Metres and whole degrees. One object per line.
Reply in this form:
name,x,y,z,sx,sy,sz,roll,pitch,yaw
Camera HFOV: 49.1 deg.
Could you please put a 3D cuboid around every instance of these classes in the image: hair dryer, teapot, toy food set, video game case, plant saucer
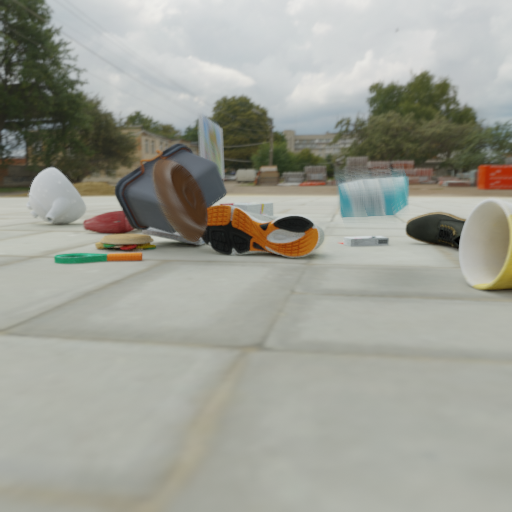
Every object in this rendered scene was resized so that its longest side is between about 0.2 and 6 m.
hair dryer,-3.486,-0.793,15.051,2.241,0.609,1.707,1,-11,-25
teapot,-6.382,-1.684,17.444,1.440,1.946,1.972,-41,-10,-18
toy food set,-2.642,-0.270,11.426,1.116,0.271,1.104,-6,10,-40
video game case,-1.722,-0.448,12.285,1.265,0.139,1.153,11,6,5
plant saucer,-1.218,-0.971,9.470,0.257,1.490,1.490,-22,0,19
video game case,-1.046,-2.528,13.222,0.148,1.225,1.346,-3,-1,15

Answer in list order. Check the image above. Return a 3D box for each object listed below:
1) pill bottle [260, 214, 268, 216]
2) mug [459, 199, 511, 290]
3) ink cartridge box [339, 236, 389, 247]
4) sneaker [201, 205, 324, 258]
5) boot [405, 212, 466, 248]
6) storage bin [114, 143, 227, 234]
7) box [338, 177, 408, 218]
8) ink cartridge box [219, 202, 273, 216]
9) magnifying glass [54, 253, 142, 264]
pill bottle,-0.067,-0.673,11.412,0.650,0.388,0.388,8,11,31
mug,3.464,0.048,7.194,1.193,1.453,1.163,7,-26,-11
ink cartridge box,2.322,-0.338,12.247,0.889,0.194,0.772,-2,9,-15
sneaker,0.122,-0.402,10.718,2.497,0.945,1.148,11,3,23
boot,3.933,-0.472,11.585,1.862,0.721,1.288,3,13,28
storage bin,-1.604,-1.351,11.108,1.920,1.397,1.289,-40,39,-27
box,1.758,-0.880,8.200,0.753,0.450,1.829,-1,9,21
ink cartridge box,-0.224,-0.884,13.793,0.856,0.852,1.178,5,9,34
magnifying glass,-2.725,0.028,9.688,1.480,0.166,0.589,0,7,-5
